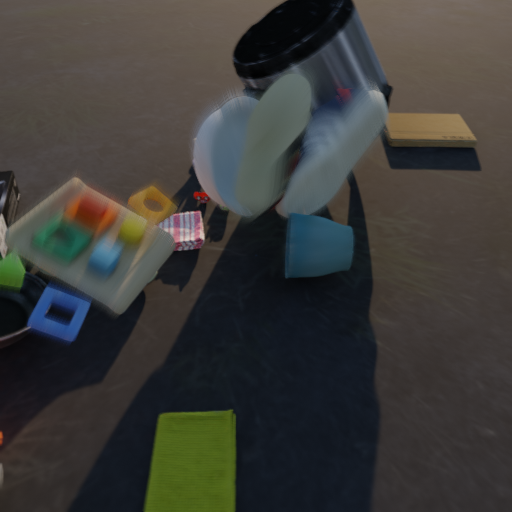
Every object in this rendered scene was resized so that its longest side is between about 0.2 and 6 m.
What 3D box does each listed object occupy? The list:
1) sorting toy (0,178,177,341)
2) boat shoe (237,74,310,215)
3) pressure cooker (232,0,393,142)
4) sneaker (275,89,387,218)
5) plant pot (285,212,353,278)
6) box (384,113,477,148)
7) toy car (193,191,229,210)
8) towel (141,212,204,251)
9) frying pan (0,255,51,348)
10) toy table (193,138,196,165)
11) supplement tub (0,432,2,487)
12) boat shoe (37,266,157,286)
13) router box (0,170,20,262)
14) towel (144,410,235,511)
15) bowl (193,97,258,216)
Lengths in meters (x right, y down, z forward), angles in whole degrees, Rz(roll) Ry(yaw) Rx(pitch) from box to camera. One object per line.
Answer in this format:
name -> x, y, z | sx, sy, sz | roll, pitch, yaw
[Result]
sorting toy -> -2.491, -0.318, 8.869 | 2.091, 0.506, 3.714 | 33, 41, -1
boat shoe -> 0.311, -2.020, 10.304 | 0.956, 2.614, 0.819 | 18, 3, 7
pressure cooker -> 1.614, -4.335, 14.285 | 3.363, 3.765, 3.312 | -16, 43, 26
sneaker -> 1.287, -2.256, 11.900 | 1.425, 1.264, 3.372 | 31, 72, 37
plant pot -> 1.176, -0.179, 10.517 | 1.178, 1.254, 1.254 | 3, 36, 0
box -> 4.891, -3.637, 16.108 | 2.353, 0.250, 1.924 | 1, 36, 2
toy car -> -0.832, -1.282, 12.945 | 1.016, 0.227, 0.956 | -19, 41, -23
towel -> -1.990, -0.538, 11.908 | 1.715, 0.257, 1.255 | -5, 36, -6
frying pan -> -4.925, 0.501, 10.071 | 2.408, 0.648, 3.980 | 0, 28, -18
toy table -> -1.295, -2.731, 14.659 | 0.824, 0.525, 0.897 | 14, 38, 18
supplement tub -> -3.768, 2.976, 6.025 | 1.585, 1.585, 2.586 | -3, 37, -4
boat shoe -> -3.092, 0.017, 10.575 | 2.451, 0.933, 0.878 | 6, 37, 8
router box -> -6.336, -0.757, 11.789 | 2.201, 0.731, 2.800 | -7, 37, -10
towel -> -0.840, 3.053, 7.057 | 1.138, 0.239, 2.645 | 0, 36, -1
bowl -> -0.526, -2.028, 11.610 | 1.066, 2.372, 2.372 | 4, 32, 39
